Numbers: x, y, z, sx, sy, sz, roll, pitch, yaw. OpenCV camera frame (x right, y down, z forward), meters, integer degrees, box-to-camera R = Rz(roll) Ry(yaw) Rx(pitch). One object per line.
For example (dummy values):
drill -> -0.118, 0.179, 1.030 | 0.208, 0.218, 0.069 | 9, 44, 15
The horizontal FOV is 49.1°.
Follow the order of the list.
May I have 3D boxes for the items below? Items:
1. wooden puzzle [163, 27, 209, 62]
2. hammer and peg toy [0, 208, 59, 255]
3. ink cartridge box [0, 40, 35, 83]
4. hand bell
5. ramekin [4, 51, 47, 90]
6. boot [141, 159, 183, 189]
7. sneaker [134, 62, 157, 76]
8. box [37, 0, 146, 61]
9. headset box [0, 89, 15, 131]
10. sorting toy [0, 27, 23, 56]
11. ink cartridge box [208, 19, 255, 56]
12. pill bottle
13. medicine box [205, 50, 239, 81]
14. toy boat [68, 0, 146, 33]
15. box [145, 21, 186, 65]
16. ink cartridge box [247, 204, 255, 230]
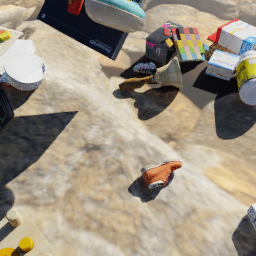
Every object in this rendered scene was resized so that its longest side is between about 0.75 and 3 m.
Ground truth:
wooden puzzle -> 2.428, -3.362, 11.236 | 2.363, 0.166, 1.402 | -13, 84, -33
hammer and peg toy -> -2.846, 3.184, 5.774 | 1.954, 0.937, 2.657 | 37, 58, 26
ink cartridge box -> -4.996, -2.595, 11.210 | 1.955, 0.604, 2.410 | 4, 59, 3
hand bell -> 0.752, -1.773, 10.256 | 2.252, 1.172, 1.172 | -12, 49, 5
ramekin -> -3.755, -2.026, 10.251 | 1.464, 0.682, 1.464 | 10, 57, -17
boot -> 1.033, 1.280, 7.806 | 1.226, 0.460, 0.657 | -17, 57, -8
sneaker -> 0.724, -2.244, 10.912 | 0.916, 0.356, 0.641 | -15, 50, -12
box -> -1.084, -3.866, 8.996 | 2.649, 2.412, 1.379 | 28, 9, -3
headset box -> -5.270, -0.210, 8.579 | 2.207, 1.176, 2.535 | 16, 51, 14
sorting toy -> -5.610, -3.629, 11.406 | 1.861, 0.367, 2.010 | 18, 53, 13
ink cartridge box -> 4.741, -4.003, 12.192 | 1.284, 0.743, 2.210 | -31, 55, -25
pill bottle -> 4.507, -1.862, 10.072 | 1.121, 1.121, 1.994 | 7, 48, 6
medicine box -> 3.694, -2.469, 10.984 | 0.963, 0.544, 1.058 | 21, 52, 18
toy boat -> -0.683, -3.372, 7.505 | 2.304, 1.071, 1.937 | 27, 20, 22
box -> 1.627, -3.595, 11.714 | 1.069, 0.928, 1.749 | 29, 55, 23
ink cartridge box -> 4.478, 2.758, 6.413 | 2.519, 0.511, 2.514 | -8, 49, -7
